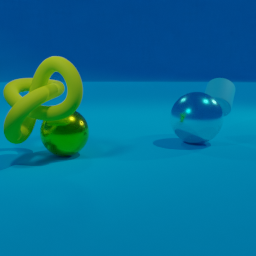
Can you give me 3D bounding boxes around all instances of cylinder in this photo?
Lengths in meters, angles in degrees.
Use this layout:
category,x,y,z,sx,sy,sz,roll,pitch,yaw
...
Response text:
category,x,y,z,sx,sy,sz,roll,pitch,yaw
cylinder,2.368,-0.791,7.341,0.749,0.749,0.749,5,53,27

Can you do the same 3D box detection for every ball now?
category,x,y,z,sx,sy,sz,roll,pitch,yaw
ball,-1.217,0.082,5.407,0.930,0.930,0.930,0,10,0
ball,1.556,-0.228,6.398,1.186,1.186,1.186,0,10,0

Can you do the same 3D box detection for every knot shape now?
category,x,y,z,sx,sy,sz,roll,pitch,yaw
knot shape,-1.508,-0.585,5.019,1.604,0.792,1.714,-24,42,22
